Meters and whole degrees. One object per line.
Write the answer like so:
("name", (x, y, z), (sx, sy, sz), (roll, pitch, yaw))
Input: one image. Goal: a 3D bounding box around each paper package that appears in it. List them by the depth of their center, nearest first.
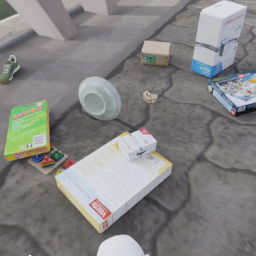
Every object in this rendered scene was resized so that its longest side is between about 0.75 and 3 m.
("paper package", (1.376, -3.650, 13.671), (1.334, 0.690, 1.272), (8, 43, 7))

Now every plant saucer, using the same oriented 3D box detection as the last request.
("plant saucer", (-1.089, -0.945, 9.959), (1.730, 1.730, 0.434), (17, 39, 17))

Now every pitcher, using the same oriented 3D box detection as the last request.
("pitcher", (0.158, 3.173, 5.855), (1.566, 1.107, 1.826), (-31, 48, 10))

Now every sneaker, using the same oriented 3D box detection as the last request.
("sneaker", (-5.426, -2.701, 12.630), (0.528, 0.707, 1.576), (5, 43, 6))

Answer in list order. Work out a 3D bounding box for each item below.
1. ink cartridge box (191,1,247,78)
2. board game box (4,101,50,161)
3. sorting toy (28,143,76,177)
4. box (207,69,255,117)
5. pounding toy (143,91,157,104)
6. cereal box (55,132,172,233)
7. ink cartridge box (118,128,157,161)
("ink cartridge box", (3.989, -3.925, 12.457), (1.996, 2.726, 1.171), (-34, 52, -31))
("board game box", (-3.452, -0.032, 9.777), (1.336, 0.419, 2.796), (-13, 41, -7))
("sorting toy", (-2.545, 0.947, 8.985), (1.907, 0.323, 0.920), (28, 50, 26))
("box", (5.022, -1.547, 11.506), (2.838, 0.535, 1.938), (-14, 45, -15))
("pounding toy", (0.942, -1.293, 11.309), (0.439, 0.441, 0.768), (-27, 49, -20))
("cereal box", (-0.382, 1.410, 8.294), (2.854, 0.564, 2.053), (-32, 52, -30))
("ink cartridge box", (0.274, 0.502, 8.555), (0.971, 0.406, 0.700), (-21, 46, -23))
